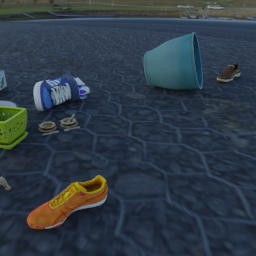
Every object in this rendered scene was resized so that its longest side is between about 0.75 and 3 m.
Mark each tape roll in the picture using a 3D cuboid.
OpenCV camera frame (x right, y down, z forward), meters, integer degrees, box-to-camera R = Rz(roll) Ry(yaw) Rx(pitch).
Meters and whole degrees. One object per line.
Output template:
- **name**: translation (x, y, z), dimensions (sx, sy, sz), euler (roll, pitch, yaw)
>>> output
- **tape roll**: translation (-4.965, -0.411, 10.205), dimensions (1.790, 0.591, 1.790), euler (0, 26, 0)

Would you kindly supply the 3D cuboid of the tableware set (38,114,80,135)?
- **tableware set**: translation (-2.504, -0.167, 10.066), dimensions (1.388, 0.278, 0.917), euler (-12, 29, -23)

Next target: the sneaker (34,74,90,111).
- **sneaker**: translation (-2.681, -1.554, 11.882), dimensions (2.004, 1.102, 2.736), euler (-4, 22, 1)

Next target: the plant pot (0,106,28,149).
- **plant pot**: translation (-3.926, 0.005, 8.877), dimensions (1.152, 1.045, 1.146), euler (7, 28, 13)

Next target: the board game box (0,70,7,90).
- **board game box**: translation (-7.251, -1.904, 12.864), dimensions (2.057, 0.896, 2.788), euler (3, 26, 4)

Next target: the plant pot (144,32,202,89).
- **plant pot**: translation (2.156, -3.004, 13.518), dimensions (2.450, 2.608, 2.608), euler (-6, 23, 22)

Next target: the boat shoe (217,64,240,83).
- **boat shoe**: translation (5.486, -3.055, 15.252), dimensions (0.769, 0.770, 2.082), euler (20, 33, 35)

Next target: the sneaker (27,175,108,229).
- **sneaker**: translation (-1.317, 1.557, 6.165), dimensions (1.896, 0.731, 0.692), euler (-22, 36, -34)

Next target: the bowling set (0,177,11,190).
- **bowling set**: translation (-3.400, 1.428, 6.862), dimensions (0.861, 0.462, 0.599), euler (17, 50, 28)
